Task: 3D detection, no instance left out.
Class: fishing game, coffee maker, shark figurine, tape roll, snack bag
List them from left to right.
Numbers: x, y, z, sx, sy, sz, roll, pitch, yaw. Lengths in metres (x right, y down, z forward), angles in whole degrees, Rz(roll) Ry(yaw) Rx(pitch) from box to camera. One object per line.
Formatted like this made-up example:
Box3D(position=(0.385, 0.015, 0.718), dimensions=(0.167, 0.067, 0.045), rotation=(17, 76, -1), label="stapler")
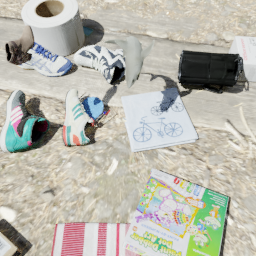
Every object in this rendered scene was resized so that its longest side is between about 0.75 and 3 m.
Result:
Box3D(position=(-3.510, -4.940, 13.422), dimensions=(2.628, 1.804, 2.628), rotation=(-2, 57, 2), label="tape roll")
Box3D(position=(-1.560, -0.729, 11.445), dimensions=(1.751, 0.272, 1.254), rotation=(34, 76, 31), label="fishing game")
Box3D(position=(-0.076, -2.666, 9.161), dimensions=(1.076, 1.541, 2.579), rotation=(16, 35, -27), label="shark figurine")
Box3D(position=(1.117, -0.419, 11.266), dimensions=(2.621, 0.298, 2.779), rotation=(-10, 56, -8), label="snack bag")
Box3D(position=(3.280, -2.554, 11.567), dimensions=(2.354, 2.261, 1.586), rotation=(5, 74, 7), label="coffee maker")

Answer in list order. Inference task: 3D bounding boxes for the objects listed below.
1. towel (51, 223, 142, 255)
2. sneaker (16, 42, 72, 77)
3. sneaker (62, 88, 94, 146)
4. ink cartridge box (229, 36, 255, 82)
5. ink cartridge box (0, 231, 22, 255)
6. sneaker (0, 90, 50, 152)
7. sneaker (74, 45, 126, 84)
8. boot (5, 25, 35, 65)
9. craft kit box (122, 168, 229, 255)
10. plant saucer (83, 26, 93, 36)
Box3D(position=(-0.946, 3.799, 8.312), dimensions=(2.733, 0.311, 1.968), rotation=(1, 54, 1), label="towel")
Box3D(position=(-3.960, -3.179, 12.607), dimensions=(2.873, 1.266, 1.082), rotation=(10, 54, 6), label="sneaker")
Box3D(position=(-1.879, -0.422, 10.934), dimensions=(1.154, 0.869, 2.468), rotation=(1, 62, -3), label="sneaker")
Box3D(position=(6.074, -3.071, 12.618), dimensions=(2.610, 1.117, 1.926), rotation=(5, 55, 2), label="ink cartridge box")
Box3D(position=(-4.100, 3.655, 8.262), dimensions=(1.449, 0.544, 1.194), rotation=(31, 59, 19), label="ink cartridge box")
Box3D(position=(-3.804, -0.362, 10.691), dimensions=(1.602, 1.110, 2.654), rotation=(-3, 63, 4), label="sneaker")
Box3D(position=(-1.129, -2.736, 12.405), dimensions=(2.617, 1.044, 1.703), rotation=(6, 46, -8), label="sneaker")
Box3D(position=(-3.070, -2.341, 7.883), dimensions=(0.398, 1.132, 0.828), rotation=(8, 15, 26), label="boot")
Box3D(position=(1.529, 2.859, 8.607), dimensions=(2.671, 0.648, 2.638), rotation=(19, 55, 9), label="craft kit box")
Box3D(position=(-2.546, -5.182, 14.678), dimensions=(1.488, 0.141, 0.520), rotation=(25, 62, 18), label="plant saucer")
